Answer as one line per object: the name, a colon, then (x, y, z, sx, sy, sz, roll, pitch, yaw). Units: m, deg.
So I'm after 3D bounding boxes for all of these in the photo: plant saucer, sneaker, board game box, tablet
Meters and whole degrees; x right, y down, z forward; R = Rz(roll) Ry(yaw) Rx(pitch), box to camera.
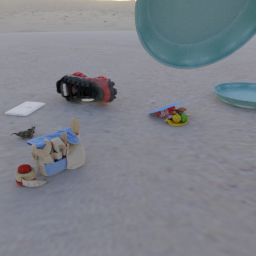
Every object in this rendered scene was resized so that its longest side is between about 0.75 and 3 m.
plant saucer: (1.106, -1.854, 4.027, 2.177, 2.177, 0.391, -6, 49, -14)
sneaker: (-1.691, -1.447, 10.542, 1.444, 1.044, 2.955, -20, 28, -39)
plant saucer: (4.821, -1.280, 10.991, 2.870, 0.393, 2.870, 0, 22, 0)
board game box: (1.324, -0.587, 9.442, 1.281, 0.249, 1.012, -20, 5, -21)
tablet: (-3.649, -0.710, 10.033, 0.859, 0.090, 1.320, 6, 24, 13)

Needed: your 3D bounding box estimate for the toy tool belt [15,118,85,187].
toy tool belt: (-1.711, 0.442, 6.108, 1.056, 1.039, 1.691, 20, 30, 38)

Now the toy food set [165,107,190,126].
toy food set: (1.598, -0.441, 9.014, 0.695, 0.386, 1.181, 8, 24, 19)

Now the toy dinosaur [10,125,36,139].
toy dinosaur: (-2.879, 0.173, 7.820, 0.766, 0.295, 0.392, -23, 18, -29)
